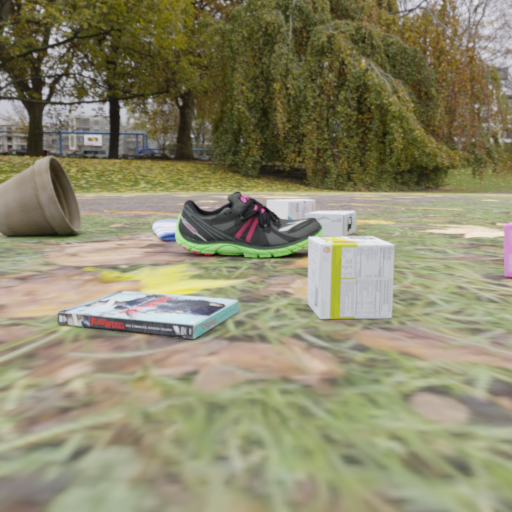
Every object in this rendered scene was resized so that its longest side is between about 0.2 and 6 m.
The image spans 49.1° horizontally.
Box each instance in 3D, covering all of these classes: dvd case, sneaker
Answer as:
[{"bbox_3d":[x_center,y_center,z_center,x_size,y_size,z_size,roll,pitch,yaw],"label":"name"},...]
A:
[{"bbox_3d":[-1.096,0.591,5.866,1.535,0.169,1.120,2,8,20],"label":"dvd case"},{"bbox_3d":[-0.116,-0.601,10.473,2.799,1.172,1.074,1,11,-3],"label":"sneaker"}]

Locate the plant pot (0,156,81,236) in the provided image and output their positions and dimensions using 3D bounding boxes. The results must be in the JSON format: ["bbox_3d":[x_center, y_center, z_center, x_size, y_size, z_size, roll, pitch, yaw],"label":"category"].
[{"bbox_3d":[-5.514,-1.284,13.829,1.729,1.993,1.993,-17,9,-2],"label":"plant pot"}]

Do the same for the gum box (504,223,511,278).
[{"bbox_3d":[4.934,-0.193,8.579,1.388,0.809,2.445,2,8,43],"label":"gum box"}]

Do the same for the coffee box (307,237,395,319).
[{"bbox_3d":[1.024,0.217,6.188,0.797,0.806,0.805,-1,8,-4],"label":"coffee box"}]

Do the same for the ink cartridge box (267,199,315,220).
[{"bbox_3d":[0.970,-1.142,15.538,1.138,0.835,0.831,-7,11,-44],"label":"ink cartridge box"}]

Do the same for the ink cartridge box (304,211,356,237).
[{"bbox_3d":[1.880,-0.824,14.210,1.021,0.580,1.401,3,9,22],"label":"ink cartridge box"}]

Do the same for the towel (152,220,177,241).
[{"bbox_3d":[-1.557,-0.680,14.164,2.014,0.326,2.742,-3,9,-13],"label":"towel"}]
